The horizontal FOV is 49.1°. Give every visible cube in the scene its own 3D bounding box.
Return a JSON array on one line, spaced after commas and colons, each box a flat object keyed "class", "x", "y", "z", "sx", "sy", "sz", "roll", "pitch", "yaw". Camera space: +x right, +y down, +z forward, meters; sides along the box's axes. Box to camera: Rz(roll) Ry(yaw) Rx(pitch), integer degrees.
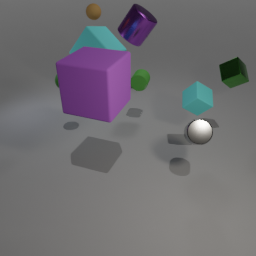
[{"class": "cube", "x": 3.709, "y": -1.922, "z": 9.805, "sx": 0.700, "sy": 0.700, "sz": 0.700, "roll": -20, "pitch": -29, "yaw": 40}, {"class": "cube", "x": -1.213, "y": -3.129, "z": 11.426, "sx": 1.400, "sy": 1.400, "sz": 1.400, "roll": 49, "pitch": 33, "yaw": 6}, {"class": "cube", "x": 2.253, "y": -0.948, "z": 9.096, "sx": 0.700, "sy": 0.700, "sz": 0.700, "roll": 24, "pitch": 55, "yaw": -25}, {"class": "cube", "x": -0.816, "y": -1.173, "z": 7.250, "sx": 1.400, "sy": 1.400, "sz": 1.400, "roll": 12, "pitch": 35, "yaw": 18}]

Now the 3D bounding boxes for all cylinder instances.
[{"class": "cylinder", "x": 0.504, "y": -1.958, "z": 11.427, "sx": 0.700, "sy": 0.700, "sz": 0.700, "roll": 7, "pitch": 33, "yaw": 12}, {"class": "cylinder", "x": 1.960, "y": 0.125, "z": 7.867, "sx": 0.700, "sy": 0.700, "sz": 0.700, "roll": 3, "pitch": -3, "yaw": 5}, {"class": "cylinder", "x": 0.443, "y": -4.873, "z": 13.311, "sx": 1.400, "sy": 1.400, "sz": 1.400, "roll": 28, "pitch": 34, "yaw": -21}]

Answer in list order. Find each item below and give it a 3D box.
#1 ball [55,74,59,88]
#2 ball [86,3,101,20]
[{"class": "ball", "x": -2.205, "y": -1.671, "z": 9.818, "sx": 0.700, "sy": 0.700, "sz": 0.700, "roll": 0, "pitch": 29, "yaw": 0}, {"class": "ball", "x": -1.567, "y": -5.292, "z": 12.752, "sx": 0.700, "sy": 0.700, "sz": 0.700, "roll": 0, "pitch": 29, "yaw": 0}]
